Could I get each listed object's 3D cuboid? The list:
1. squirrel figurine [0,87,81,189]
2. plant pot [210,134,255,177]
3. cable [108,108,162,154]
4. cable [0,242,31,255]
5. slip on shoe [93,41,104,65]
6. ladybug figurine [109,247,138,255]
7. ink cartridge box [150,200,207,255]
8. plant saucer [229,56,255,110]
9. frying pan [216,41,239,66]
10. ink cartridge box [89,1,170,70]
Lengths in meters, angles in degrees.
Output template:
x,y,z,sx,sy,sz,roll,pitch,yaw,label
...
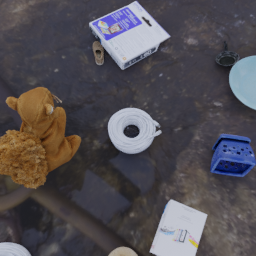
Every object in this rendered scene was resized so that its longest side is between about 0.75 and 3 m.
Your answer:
x,y,z,sx,sy,sz,roll,pitch,yaw,label
-2.656,0.251,8.024,1.927,2.541,2.723,17,49,4,squirrel figurine
3.861,0.988,10.479,1.315,1.315,1.182,7,60,3,plant pot
0.152,0.088,11.180,1.862,0.645,1.862,-38,72,-13,cable
-4.101,4.834,9.131,2.041,0.707,2.041,-12,68,-7,cable
-1.365,-3.512,12.839,0.486,0.387,1.277,-6,67,-2,slip on shoe
-0.180,4.977,9.029,1.427,0.756,2.103,4,67,2,ladybug figurine
1.648,3.543,9.340,1.283,1.305,1.773,21,69,8,ink cartridge box
5.711,-1.813,12.001,2.852,0.549,2.852,0,66,1,plant saucer
4.391,-3.337,12.835,0.998,0.268,1.649,-19,48,1,frying pan
0.073,-4.392,13.074,2.754,0.598,2.728,-32,72,-15,ink cartridge box
